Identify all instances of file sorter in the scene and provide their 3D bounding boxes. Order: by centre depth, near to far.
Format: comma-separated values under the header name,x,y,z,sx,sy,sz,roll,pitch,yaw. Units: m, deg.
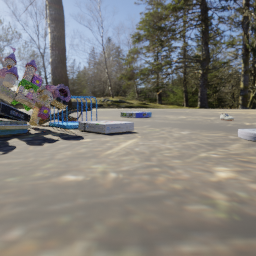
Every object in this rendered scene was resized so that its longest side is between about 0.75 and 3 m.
name,x,y,z,sx,sy,sz,roll,pitch,yaw
file sorter,-2.093,-0.620,10.633,1.293,1.143,1.864,-2,5,-34

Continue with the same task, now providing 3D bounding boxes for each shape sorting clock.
name,x,y,z,sx,sy,sz,roll,pitch,yaw
shape sorting clock,-4.388,-0.127,8.089,2.995,0.588,2.995,0,5,0

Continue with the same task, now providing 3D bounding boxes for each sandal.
name,x,y,z,sx,sy,sz,roll,pitch,yaw
sandal,-2.626,-0.435,11.876,2.479,0.677,1.013,-21,10,-36

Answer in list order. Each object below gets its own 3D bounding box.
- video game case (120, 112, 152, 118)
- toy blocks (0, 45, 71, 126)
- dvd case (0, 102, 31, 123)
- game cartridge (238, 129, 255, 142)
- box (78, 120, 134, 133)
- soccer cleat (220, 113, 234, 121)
name,x,y,z,sx,sy,sz,roll,pitch,yaw
video game case,0.535,-0.881,18.228,1.546,0.351,1.401,-5,8,-45
toy blocks,-3.352,-1.610,9.733,2.235,2.013,2.392,29,-36,-33
dvd case,-4.348,-0.572,8.501,2.033,0.335,2.705,8,-5,-3
game cartridge,3.227,0.177,6.711,0.837,0.261,1.256,-5,5,-6
box,-0.720,-0.054,8.958,1.153,0.304,1.479,-4,8,-40
soccer cleat,5.146,-0.577,14.578,0.333,0.373,0.961,-2,6,-20
